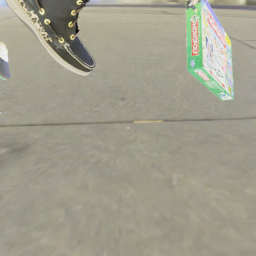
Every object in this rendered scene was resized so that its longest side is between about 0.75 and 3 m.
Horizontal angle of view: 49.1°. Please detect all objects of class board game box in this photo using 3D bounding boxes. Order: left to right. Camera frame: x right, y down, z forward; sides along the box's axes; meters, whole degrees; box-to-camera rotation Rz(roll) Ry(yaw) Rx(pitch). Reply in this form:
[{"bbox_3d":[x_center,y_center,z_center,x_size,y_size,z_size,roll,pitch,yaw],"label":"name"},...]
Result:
[{"bbox_3d":[1.661,-1.467,5.504,0.302,1.395,2.073,-5,-12,33],"label":"board game box"}]

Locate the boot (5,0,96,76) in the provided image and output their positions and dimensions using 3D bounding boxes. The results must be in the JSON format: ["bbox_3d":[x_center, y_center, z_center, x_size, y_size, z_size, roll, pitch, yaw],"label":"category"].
[{"bbox_3d":[-0.976,-2.183,5.209,1.700,2.258,0.826,-28,30,24],"label":"boot"}]

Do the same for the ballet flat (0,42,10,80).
[{"bbox_3d":[-2.251,-1.326,4.538,1.187,0.433,0.433,47,41,4],"label":"ballet flat"}]
